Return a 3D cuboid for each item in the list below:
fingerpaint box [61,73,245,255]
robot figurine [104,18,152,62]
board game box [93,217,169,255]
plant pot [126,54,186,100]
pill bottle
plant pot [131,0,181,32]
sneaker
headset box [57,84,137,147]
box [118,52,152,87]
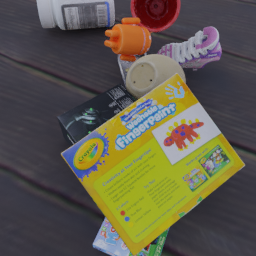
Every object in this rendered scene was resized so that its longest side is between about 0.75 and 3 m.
[{"bbox_3d":[0.483,0.663,5.826,2.823,1.035,2.355,-36,89,-10],"label":"fingerpaint box"},{"bbox_3d":[0.063,-2.739,8.682,1.547,0.902,1.113,-6,76,-29],"label":"robot figurine"},{"bbox_3d":[0.093,2.434,6.318,1.441,0.264,1.090,18,54,14],"label":"board game box"},{"bbox_3d":[0.639,-1.349,7.980,1.761,1.182,1.761,-2,85,25],"label":"plant pot"},{"bbox_3d":[-1.931,-4.543,10.552,2.716,1.545,1.545,-6,54,-6],"label":"pill bottle"},{"bbox_3d":[0.944,-4.036,9.329,1.574,1.574,1.433,8,21,6],"label":"plant pot"},{"bbox_3d":[1.927,-2.258,9.034,2.431,1.075,0.978,-13,59,39],"label":"sneaker"},{"bbox_3d":[-0.539,0.149,7.513,2.209,1.025,1.923,-32,61,-21],"label":"headset box"},{"bbox_3d":[0.282,-2.014,9.486,1.044,0.319,1.319,-9,57,-7],"label":"box"}]
